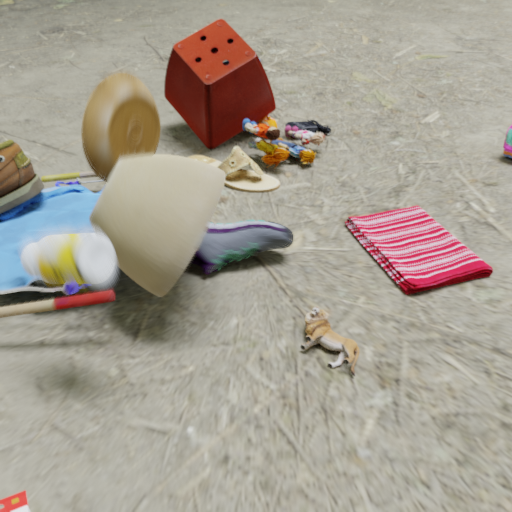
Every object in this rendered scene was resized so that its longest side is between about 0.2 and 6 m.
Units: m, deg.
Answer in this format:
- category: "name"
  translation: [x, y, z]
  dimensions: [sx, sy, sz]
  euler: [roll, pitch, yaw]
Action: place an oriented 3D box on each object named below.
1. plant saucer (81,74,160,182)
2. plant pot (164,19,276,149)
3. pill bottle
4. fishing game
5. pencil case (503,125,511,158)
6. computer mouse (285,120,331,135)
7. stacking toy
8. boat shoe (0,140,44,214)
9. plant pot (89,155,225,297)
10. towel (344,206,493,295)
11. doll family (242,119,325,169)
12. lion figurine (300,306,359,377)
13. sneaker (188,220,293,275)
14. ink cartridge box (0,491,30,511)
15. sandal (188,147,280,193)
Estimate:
- category: "plant saucer"
  translation: [-1.813, -1.771, 7.962]
  dimensions: [0.274, 1.550, 1.550]
  euler: [15, 38, 26]
- category: "plant pot"
  translation: [-0.877, -4.033, 12.699]
  dimensions: [2.002, 1.766, 2.004]
  euler: [-35, 72, -13]
- category: "pill bottle"
  translation: [-2.084, 0.035, 6.153]
  dimensions: [0.981, 0.550, 0.550]
  euler: [-2, 31, 28]
- category: "fishing game"
  translation: [-3.238, -0.306, 9.321]
  dimensions: [3.358, 0.729, 4.689]
  euler: [-9, 32, 0]
- category: "pencil case"
  translation: [6.275, -2.199, 11.913]
  dimensions: [0.886, 0.886, 2.006]
  euler: [-24, 40, -30]
- category: "computer mouse"
  translation: [1.193, -3.055, 13.621]
  dimensions: [1.135, 0.299, 0.786]
  euler: [-10, 35, -32]
- category: "stacking toy"
  translation: [-0.103, -3.764, 14.018]
  dimensions: [1.328, 1.405, 2.420]
  euler: [-17, 52, -17]
- category: "boat shoe"
  translation: [-5.230, -0.930, 9.398]
  dimensions: [3.073, 1.045, 1.106]
  euler: [-33, 30, -18]
- category: "plant pot"
  translation: [-1.463, -0.607, 7.615]
  dimensions: [1.315, 1.959, 1.959]
  euler: [28, 32, -16]
- category: "towel"
  translation: [2.711, -0.194, 9.576]
  dimensions: [1.629, 0.253, 2.253]
  euler: [-11, 36, -16]
- category: "doll family"
  translation: [0.649, -2.381, 12.338]
  dimensions: [2.011, 0.906, 1.248]
  euler: [-4, 24, -37]
- category: "lion figurine"
  translation: [1.049, 1.160, 7.627]
  dimensions: [1.079, 0.391, 0.661]
  euler: [37, 40, 22]
- category: "sneaker"
  translation: [-0.426, -0.060, 9.148]
  dimensions: [2.049, 0.763, 0.897]
  euler: [1, 64, 5]
- category: "ink cartridge box"
  translation: [-2.616, 2.680, 5.598]
  dimensions: [0.673, 0.151, 0.593]
  euler: [-16, 39, -22]
- category: "sandal"
  translation: [-0.547, -1.929, 11.605]
  dimensions: [2.199, 0.723, 0.806]
  euler: [18, 39, 23]
